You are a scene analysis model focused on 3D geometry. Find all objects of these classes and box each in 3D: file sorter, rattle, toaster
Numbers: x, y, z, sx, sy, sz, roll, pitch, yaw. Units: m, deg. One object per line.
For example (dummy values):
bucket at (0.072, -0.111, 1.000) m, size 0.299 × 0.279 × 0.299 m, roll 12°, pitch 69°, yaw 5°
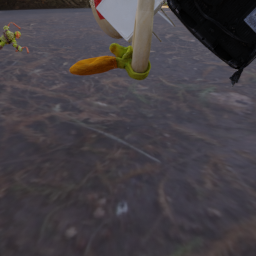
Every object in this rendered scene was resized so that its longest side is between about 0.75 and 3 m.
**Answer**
file sorter at (0.606, -3.211, 7.203) m, size 1.487 × 2.143 × 1.335 m, roll 53°, pitch 17°, yaw 26°
rattle at (-0.160, -2.218, 5.641) m, size 1.669 × 2.336 × 1.521 m, roll 10°, pitch 23°, yaw 13°
toaster at (1.535, -1.879, 4.080) m, size 1.619 × 1.790 × 1.062 m, roll 38°, pitch 22°, yaw -13°

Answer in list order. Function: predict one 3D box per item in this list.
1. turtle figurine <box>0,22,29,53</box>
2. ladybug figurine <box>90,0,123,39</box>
turtle figurine at (-3.008, -2.158, 6.972) m, size 0.899 × 0.359 × 1.115 m, roll -31°, pitch 74°, yaw -8°
ladybug figurine at (-0.359, -4.592, 9.730) m, size 1.898 × 2.797 × 1.006 m, roll -16°, pitch 12°, yaw -28°
